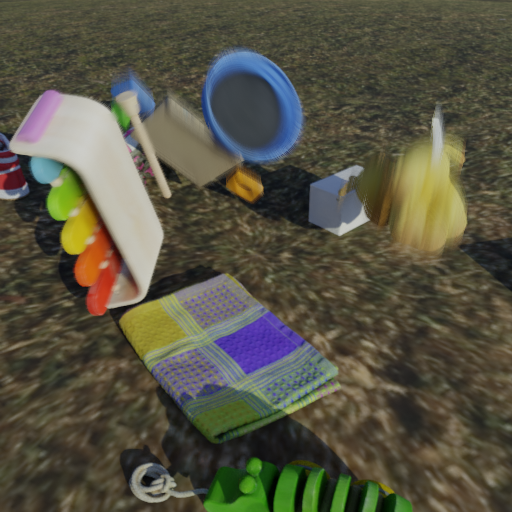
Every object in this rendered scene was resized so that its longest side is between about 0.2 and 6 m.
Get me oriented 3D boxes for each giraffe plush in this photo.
[{"bbox_3d":[2.117,-1.001,8.541,1.618,1.875,1.520,12,-10,-36],"label":"giraffe plush"}]

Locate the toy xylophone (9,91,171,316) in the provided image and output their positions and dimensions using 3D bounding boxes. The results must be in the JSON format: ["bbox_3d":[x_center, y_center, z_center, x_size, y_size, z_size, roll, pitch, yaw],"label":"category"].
[{"bbox_3d":[-2.007,-0.812,7.730,0.802,3.192,2.337,-2,39,12],"label":"toy xylophone"}]

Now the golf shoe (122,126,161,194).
[{"bbox_3d":[-2.895,-2.025,11.906,1.497,1.180,3.250,2,32,4],"label":"golf shoe"}]

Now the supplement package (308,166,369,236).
[{"bbox_3d":[1.754,-1.089,10.724,1.356,0.822,0.812,-26,40,-35],"label":"supplement package"}]

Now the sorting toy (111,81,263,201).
[{"bbox_3d":[-1.264,-2.128,10.498,1.856,3.297,0.449,-15,45,55],"label":"sorting toy"}]

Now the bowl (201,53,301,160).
[{"bbox_3d":[-0.094,-2.620,9.965,1.932,1.932,0.379,-23,4,-32],"label":"bowl"}]

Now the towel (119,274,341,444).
[{"bbox_3d":[-0.463,1.192,7.497,2.010,0.319,2.799,-18,35,-27],"label":"towel"}]

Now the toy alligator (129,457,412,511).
[{"bbox_3d":[0.240,2.271,5.178,3.314,0.899,0.983,11,33,17],"label":"toy alligator"}]

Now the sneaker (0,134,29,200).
[{"bbox_3d":[-5.856,-1.947,11.684,2.256,1.269,0.804,9,33,14],"label":"sneaker"}]

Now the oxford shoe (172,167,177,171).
[{"bbox_3d":[-2.026,-2.887,13.489,0.844,0.980,2.321,-23,35,-21],"label":"oxford shoe"}]
